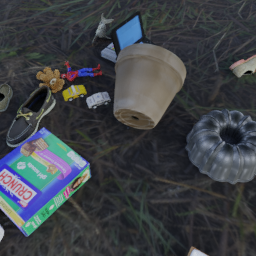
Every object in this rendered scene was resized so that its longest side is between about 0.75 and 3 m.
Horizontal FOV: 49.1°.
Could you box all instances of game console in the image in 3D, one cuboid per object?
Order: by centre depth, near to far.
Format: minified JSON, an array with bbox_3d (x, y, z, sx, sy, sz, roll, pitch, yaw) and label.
[{"bbox_3d":[0.499,-4.042,13.333,2.060,1.363,2.342,39,59,8],"label":"game console"}]

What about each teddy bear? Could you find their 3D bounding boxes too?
[{"bbox_3d":[-3.563,-2.259,12.739,1.131,0.521,1.560,-20,54,-13],"label":"teddy bear"}]

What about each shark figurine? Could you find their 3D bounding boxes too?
[{"bbox_3d":[-1.264,-5.190,15.106,0.936,1.340,2.243,22,32,-14],"label":"shark figurine"}]

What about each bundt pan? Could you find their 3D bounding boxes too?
[{"bbox_3d":[3.655,0.442,10.175,2.977,1.117,2.977,0,50,0],"label":"bundt pan"}]

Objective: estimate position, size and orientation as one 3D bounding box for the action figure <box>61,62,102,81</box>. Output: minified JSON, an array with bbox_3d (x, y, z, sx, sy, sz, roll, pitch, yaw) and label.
[{"bbox_3d":[-2.173,-2.662,12.814,1.856,0.919,0.606,-14,66,-8],"label":"action figure"}]

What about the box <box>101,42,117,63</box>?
[{"bbox_3d":[-0.373,-3.939,14.216,1.259,0.332,1.614,29,56,21],"label":"box"}]

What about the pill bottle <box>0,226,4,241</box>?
[{"bbox_3d":[-4.814,2.555,8.255,2.419,1.446,1.446,37,60,25],"label":"pill bottle"}]

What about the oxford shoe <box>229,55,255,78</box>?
[{"bbox_3d":[5.784,-2.909,13.273,2.085,0.738,0.769,-22,78,-16],"label":"oxford shoe"}]

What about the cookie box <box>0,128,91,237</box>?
[{"bbox_3d":[-3.014,1.650,9.220,2.358,1.036,2.757,34,59,23],"label":"cookie box"}]

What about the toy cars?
[{"bbox_3d":[-1.697,-1.342,11.343,2.010,0.445,0.901,17,65,8],"label":"toy cars"}]

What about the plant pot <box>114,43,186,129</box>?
[{"bbox_3d":[0.615,-1.383,10.899,2.842,2.842,2.466,13,68,10],"label":"plant pot"}]

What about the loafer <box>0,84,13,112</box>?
[{"bbox_3d":[-5.353,-1.403,12.027,0.575,0.532,1.529,-7,51,-6],"label":"loafer"}]

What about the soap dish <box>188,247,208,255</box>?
[{"bbox_3d":[1.936,4.154,7.498,1.141,0.589,1.450,25,55,19],"label":"soap dish"}]

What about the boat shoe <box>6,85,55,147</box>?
[{"bbox_3d":[-3.926,-0.543,11.116,1.020,0.861,2.861,16,53,13],"label":"boat shoe"}]
